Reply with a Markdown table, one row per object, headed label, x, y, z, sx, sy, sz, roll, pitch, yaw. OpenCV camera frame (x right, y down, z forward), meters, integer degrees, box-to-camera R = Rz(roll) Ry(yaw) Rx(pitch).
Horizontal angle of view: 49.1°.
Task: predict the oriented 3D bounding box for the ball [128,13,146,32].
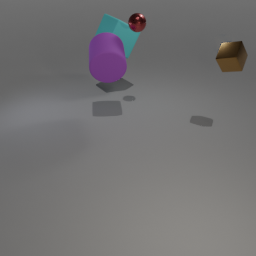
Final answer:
| label | x | y | z | sx | sy | sz | roll | pitch | yaw |
| --- | --- | --- | --- | --- | --- | --- | --- | --- | --- |
| ball | 0.355 | -4.032 | 10.729 | 0.700 | 0.700 | 0.700 | 0 | 29 | 0 |

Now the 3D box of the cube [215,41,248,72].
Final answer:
| label | x | y | z | sx | sy | sz | roll | pitch | yaw |
| --- | --- | --- | --- | --- | --- | --- | --- | --- | --- |
| cube | 3.433 | -2.347 | 9.265 | 0.700 | 0.700 | 0.700 | 7 | 64 | 43 |

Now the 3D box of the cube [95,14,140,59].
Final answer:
| label | x | y | z | sx | sy | sz | roll | pitch | yaw |
| --- | --- | --- | --- | --- | --- | --- | --- | --- | --- |
| cube | -0.550 | -4.372 | 13.360 | 1.400 | 1.400 | 1.400 | 12 | 22 | -42 |

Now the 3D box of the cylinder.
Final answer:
| label | x | y | z | sx | sy | sz | roll | pitch | yaw |
| --- | --- | --- | --- | --- | --- | --- | --- | --- | --- |
| cylinder | -0.800 | -2.710 | 10.796 | 1.400 | 1.400 | 1.400 | -3 | 47 | -5 |
